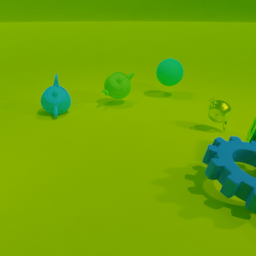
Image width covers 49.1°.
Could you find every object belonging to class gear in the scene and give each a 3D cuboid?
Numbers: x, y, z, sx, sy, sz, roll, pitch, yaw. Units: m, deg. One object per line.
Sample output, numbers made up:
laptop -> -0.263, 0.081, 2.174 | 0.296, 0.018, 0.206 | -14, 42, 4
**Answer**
gear -> 2.447, 0.847, 5.427 | 1.923, 0.356, 1.923 | 10, 30, -6

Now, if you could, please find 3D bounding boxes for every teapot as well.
teapot -> 2.620, -0.406, 8.074 | 0.685, 1.102, 0.540 | -13, 26, 49
teapot -> -2.442, -1.049, 9.512 | 1.026, 0.808, 1.650 | 0, 59, -14
teapot -> -0.393, -1.595, 10.345 | 1.655, 0.810, 1.029 | -37, 80, -25

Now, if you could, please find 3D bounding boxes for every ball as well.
ball -> 1.689, -2.247, 11.316 | 1.106, 1.106, 1.106 | 0, 23, 0

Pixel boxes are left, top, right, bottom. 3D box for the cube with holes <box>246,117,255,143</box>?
cube with holes -> 3.408, 0.148, 6.530 | 0.964, 0.964, 0.964 | 22, 35, 16
